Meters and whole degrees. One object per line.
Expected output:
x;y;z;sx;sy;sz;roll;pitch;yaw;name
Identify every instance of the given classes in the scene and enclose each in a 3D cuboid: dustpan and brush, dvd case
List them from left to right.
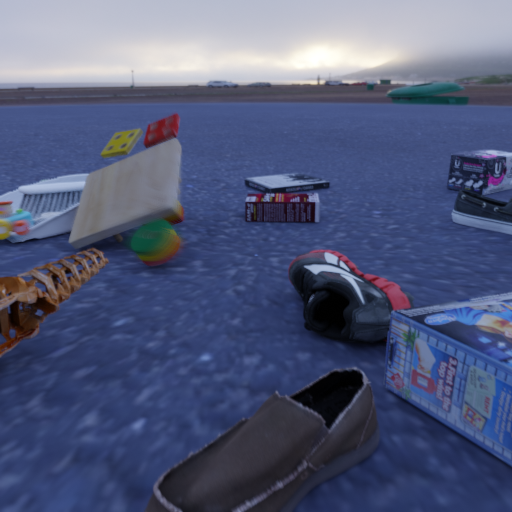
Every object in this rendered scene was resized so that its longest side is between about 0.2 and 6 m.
-3.266;-1.248;10.664;3.422;0.979;2.388;-15;24;-37;dustpan and brush
0.726;-1.722;13.312;1.641;0.203;1.233;-10;21;-27;dvd case

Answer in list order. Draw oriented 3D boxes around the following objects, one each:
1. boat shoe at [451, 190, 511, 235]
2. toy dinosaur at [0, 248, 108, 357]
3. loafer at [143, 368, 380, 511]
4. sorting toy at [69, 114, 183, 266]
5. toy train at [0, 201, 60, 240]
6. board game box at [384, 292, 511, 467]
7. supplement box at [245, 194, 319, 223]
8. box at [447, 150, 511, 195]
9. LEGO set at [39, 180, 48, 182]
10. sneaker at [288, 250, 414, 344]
4.453;-0.731;9.745;2.079;0.589;0.713;14;23;35;boat shoe
-3.101;0.594;5.046;2.405;1.810;3.543;33;16;35;toy dinosaur
0.091;1.233;3.739;1.950;0.692;0.712;-18;25;-42;loafer
-1.993;-0.982;9.260;1.793;0.629;3.718;-19;43;13;sorting toy
-4.420;-0.738;9.481;2.036;0.566;1.529;0;22;23;toy train
2.734;1.061;4.109;2.550;0.786;2.548;-6;21;-19;board game box
0.493;-0.913;10.565;1.367;0.416;0.744;0;19;3;supplement box
5.314;-1.978;13.040;1.480;0.849;0.978;-14;23;-36;box
-4.114;-1.485;12.535;1.731;0.569;2.318;-14;12;-32;LEGO set
0.795;0.414;6.175;0.947;0.685;1.938;-8;21;-28;sneaker
